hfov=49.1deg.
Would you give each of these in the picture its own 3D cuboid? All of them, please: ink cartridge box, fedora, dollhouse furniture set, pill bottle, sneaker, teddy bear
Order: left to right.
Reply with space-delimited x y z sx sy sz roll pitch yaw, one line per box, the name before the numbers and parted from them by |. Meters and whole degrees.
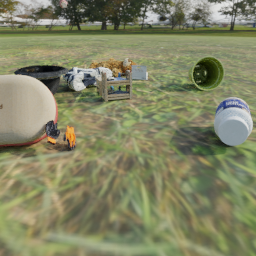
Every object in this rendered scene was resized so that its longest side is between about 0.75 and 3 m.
fedora | -3.408 -1.871 11.269 2.315 1.057 2.315 0 21 0
sneaker | -1.948 -2.387 12.745 2.243 0.895 1.460 -29 43 -32
teddy bear | -0.836 -3.298 15.057 2.710 0.905 1.965 8 25 19
dollhouse furniture set | -0.586 -1.815 11.111 1.084 1.078 1.539 -7 23 -17
ink cartridge box | 0.572 -2.792 14.032 0.813 0.706 0.177 9 23 21
pill bottle | 2.718 -0.172 7.266 0.910 0.910 1.640 7 22 17

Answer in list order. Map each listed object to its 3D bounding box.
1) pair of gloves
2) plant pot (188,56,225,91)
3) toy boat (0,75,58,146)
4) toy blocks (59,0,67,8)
pair of gloves | -1.614 0.175 6.769 0.819 0.101 0.730 22 39 -36
plant pot | 3.338 -2.415 12.478 1.447 1.447 1.331 -2 11 -4
toy boat | -3.170 -0.358 7.293 2.660 1.736 1.739 -2 -7 -5
toy blocks | -2.217 -4.749 9.153 1.175 1.098 0.989 38 12 -31
